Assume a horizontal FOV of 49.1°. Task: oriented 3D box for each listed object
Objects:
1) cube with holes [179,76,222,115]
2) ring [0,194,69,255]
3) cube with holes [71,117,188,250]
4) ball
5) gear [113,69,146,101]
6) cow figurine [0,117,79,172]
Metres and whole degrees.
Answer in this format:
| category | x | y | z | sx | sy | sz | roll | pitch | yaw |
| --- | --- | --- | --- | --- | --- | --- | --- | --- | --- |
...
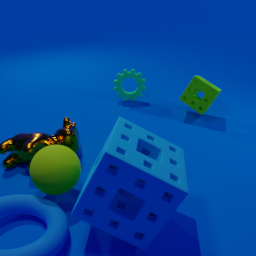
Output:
| category | x | y | z | sx | sy | sz | roll | pitch | yaw |
| --- | --- | --- | --- | --- | --- | --- | --- | --- | --- |
| cube with holes | 2.182 | -1.002 | 8.420 | 0.819 | 0.819 | 0.819 | 37 | 22 | 14 |
| ring | -1.848 | 1.642 | 4.529 | 1.738 | 0.348 | 1.738 | 7 | 19 | -2 |
| cube with holes | 0.058 | 0.863 | 4.679 | 1.301 | 1.301 | 1.301 | 27 | 25 | -5 |
| ball | -1.386 | 0.799 | 5.380 | 0.954 | 0.954 | 0.954 | 0 | 30 | 0 |
| gear | 0.057 | -1.451 | 9.498 | 1.076 | 1.076 | 0.199 | 2 | 24 | 3 |
| cow figurine | -1.991 | 0.366 | 6.632 | 1.615 | 0.887 | 1.589 | 3 | 27 | 23 |
